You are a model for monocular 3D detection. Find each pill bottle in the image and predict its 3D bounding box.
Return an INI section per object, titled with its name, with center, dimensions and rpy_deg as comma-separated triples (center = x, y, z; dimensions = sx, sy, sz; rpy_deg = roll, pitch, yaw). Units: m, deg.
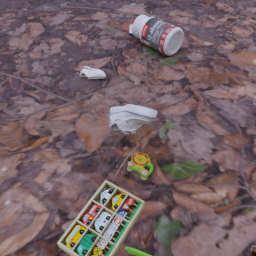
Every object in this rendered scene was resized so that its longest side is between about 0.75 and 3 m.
[pill bottle]
center = 1.584, -5.151, 15.364
dimensions = 1.532, 1.532, 2.645
rpy_deg = -35, 55, -29

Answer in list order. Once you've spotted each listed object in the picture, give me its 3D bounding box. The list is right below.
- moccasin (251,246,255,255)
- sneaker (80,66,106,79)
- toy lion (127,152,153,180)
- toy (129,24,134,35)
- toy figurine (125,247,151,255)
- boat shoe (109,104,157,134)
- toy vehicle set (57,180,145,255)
[moccasin]
center = 3.633, 3.597, 7.708
dimensions = 1.755, 0.642, 0.678
rpy_deg = -29, 61, -13
[sneaker]
center = -1.707, -2.585, 13.706
dimensions = 1.345, 0.514, 0.541
rpy_deg = 15, 57, 22
[toy lion]
center = 0.495, 1.299, 10.104
dimensions = 0.980, 0.336, 0.939
rpy_deg = 29, 45, 25
[toy]
center = 0.389, -5.932, 16.997
dimensions = 0.604, 0.248, 1.050
rpy_deg = 4, 45, 1
[toy figurine]
center = 0.407, 4.111, 7.091
dimensions = 1.670, 1.254, 1.537
rpy_deg = 28, 63, -7
[boat shoe]
center = 0.097, -0.236, 9.401
dimensions = 1.016, 2.762, 0.903
rpy_deg = 13, 86, -20
[toy vehicle set]
center = -0.734, 2.905, 8.517
dimensions = 1.544, 0.329, 2.485
rpy_deg = 23, 51, 21
